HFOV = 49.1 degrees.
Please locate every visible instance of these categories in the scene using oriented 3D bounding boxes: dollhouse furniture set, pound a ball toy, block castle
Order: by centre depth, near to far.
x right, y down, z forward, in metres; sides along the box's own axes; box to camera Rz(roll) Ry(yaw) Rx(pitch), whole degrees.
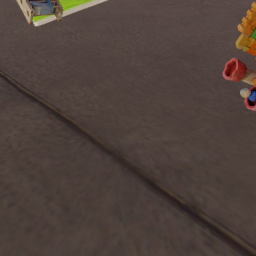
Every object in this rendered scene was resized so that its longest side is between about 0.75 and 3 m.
[{"bbox_3d":[-1.485,-2.358,4.833,0.622,0.883,0.619,-21,74,-32],"label":"dollhouse furniture set"},{"bbox_3d":[3.262,-1.866,5.786,1.346,2.868,1.917,16,34,-17],"label":"block castle"},{"bbox_3d":[-1.493,-3.998,7.112,2.727,1.778,1.159,-24,37,-7],"label":"pound a ball toy"}]
